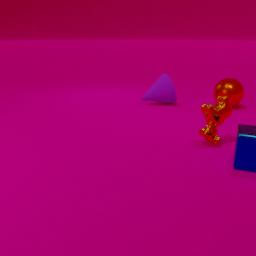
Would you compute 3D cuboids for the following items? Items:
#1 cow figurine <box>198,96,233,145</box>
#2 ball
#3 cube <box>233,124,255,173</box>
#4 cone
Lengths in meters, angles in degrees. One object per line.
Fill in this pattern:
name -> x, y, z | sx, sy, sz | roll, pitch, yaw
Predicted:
cow figurine -> 2.254, -0.177, 7.129 | 1.068, 1.051, 0.586 | -28, 12, -8
ball -> 3.786, -1.317, 10.550 | 1.118, 1.118, 1.118 | 0, 19, 0
cube -> 2.744, 0.436, 6.050 | 0.794, 0.794, 0.794 | 7, 21, 20
cone -> 1.060, -1.340, 10.988 | 1.260, 1.256, 1.256 | -22, 23, -8
